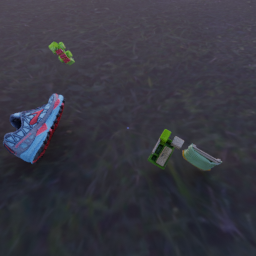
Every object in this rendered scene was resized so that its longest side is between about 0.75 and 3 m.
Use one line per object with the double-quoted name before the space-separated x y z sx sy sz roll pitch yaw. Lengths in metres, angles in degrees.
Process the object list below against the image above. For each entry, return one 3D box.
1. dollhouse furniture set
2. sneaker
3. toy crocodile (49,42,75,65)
"dollhouse furniture set" 1.185 0.714 6.097 1.347 0.882 0.676 30 79 8
"sneaker" -2.302 -0.233 6.954 1.105 0.918 2.314 23 38 -11
"toy crocodile" -2.221 -2.501 9.508 0.433 1.282 0.396 -27 64 8
